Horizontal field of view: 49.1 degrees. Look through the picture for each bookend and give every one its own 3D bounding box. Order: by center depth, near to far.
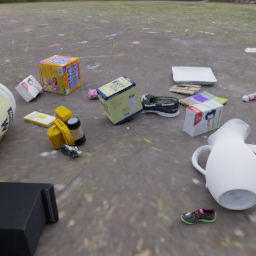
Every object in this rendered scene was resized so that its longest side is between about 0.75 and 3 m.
[{"bbox_3d":[-2.775,2.180,5.166,2.392,1.102,2.377,1,32,0],"label":"bookend"}]

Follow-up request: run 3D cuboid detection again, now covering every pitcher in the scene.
[{"bbox_3d":[2.413,1.016,7.131,1.287,1.822,2.123,35,39,-21],"label":"pitcher"}]

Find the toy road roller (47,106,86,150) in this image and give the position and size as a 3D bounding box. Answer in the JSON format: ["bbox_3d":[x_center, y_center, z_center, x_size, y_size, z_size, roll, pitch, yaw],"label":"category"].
[{"bbox_3d":[-2.130,0.055,9.036,1.069,0.900,1.465,-29,40,-21],"label":"toy road roller"}]

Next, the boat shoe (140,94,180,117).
[{"bbox_3d":[0.912,-1.006,10.959,2.251,0.679,0.851,7,38,16],"label":"boat shoe"}]

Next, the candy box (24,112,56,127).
[{"bbox_3d":[-3.234,-0.331,10.374,1.135,0.150,0.580,15,36,25],"label":"candy box"}]

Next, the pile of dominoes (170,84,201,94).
[{"bbox_3d":[2.606,-1.726,12.833,1.334,0.212,1.040,12,32,35],"label":"pile of dominoes"}]

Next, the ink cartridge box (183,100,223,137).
[{"bbox_3d":[2.583,-0.343,9.630,1.270,0.925,0.526,-16,34,-26],"label":"ink cartridge box"}]

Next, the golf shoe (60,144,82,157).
[{"bbox_3d":[-1.755,0.693,8.578,0.755,0.294,0.357,22,18,32],"label":"golf shoe"}]

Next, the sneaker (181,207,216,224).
[{"bbox_3d":[1.586,1.942,6.319,0.811,0.340,0.311,-5,31,-8],"label":"sneaker"}]

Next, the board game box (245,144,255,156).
[{"bbox_3d":[3.615,0.987,7.976,1.484,0.305,1.480,8,31,13],"label":"board game box"}]

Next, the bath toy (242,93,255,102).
[{"bbox_3d":[5.258,-1.302,11.899,0.806,0.350,0.298,-16,56,-18],"label":"bath toy"}]

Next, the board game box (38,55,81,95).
[{"bbox_3d":[-3.084,-2.448,12.799,1.331,1.332,1.331,11,32,19],"label":"board game box"}]

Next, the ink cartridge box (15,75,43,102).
[{"bbox_3d":[-4.237,-1.711,12.042,0.446,0.766,1.058,-30,23,21],"label":"ink cartridge box"}]

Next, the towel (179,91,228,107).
[{"bbox_3d":[3.110,-1.102,11.636,1.786,0.203,1.282,-19,35,-28],"label":"towel"}]

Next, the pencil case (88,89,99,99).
[{"bbox_3d":[-1.190,-1.494,12.077,1.052,0.455,0.436,-6,53,-8],"label":"pencil case"}]

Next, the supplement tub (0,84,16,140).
[{"bbox_3d":[-4.663,-0.290,8.627,1.857,1.857,2.561,-1,30,-1],"label":"supplement tub"}]

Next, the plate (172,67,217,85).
[{"bbox_3d":[3.249,-2.598,14.060,2.016,0.326,2.011,3,31,4],"label":"plate"}]

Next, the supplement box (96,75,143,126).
[{"bbox_3d":[-0.286,-0.999,10.134,1.249,1.248,0.839,-29,38,-14],"label":"supplement box"}]
